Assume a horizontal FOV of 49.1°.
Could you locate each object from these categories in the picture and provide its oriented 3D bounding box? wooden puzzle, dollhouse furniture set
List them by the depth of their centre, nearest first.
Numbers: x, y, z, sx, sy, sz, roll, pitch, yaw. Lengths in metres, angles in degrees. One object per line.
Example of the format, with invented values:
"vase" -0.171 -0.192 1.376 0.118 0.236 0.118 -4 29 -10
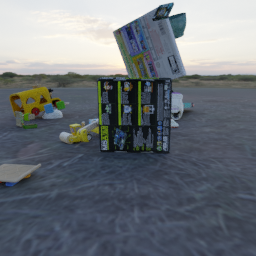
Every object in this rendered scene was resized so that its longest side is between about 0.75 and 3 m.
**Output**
"wooden puzzle" -2.274 0.909 5.403 0.932 0.216 0.863 -3 9 10
"dollhouse furniture set" -4.002 -0.338 10.971 0.934 0.612 0.469 11 16 44

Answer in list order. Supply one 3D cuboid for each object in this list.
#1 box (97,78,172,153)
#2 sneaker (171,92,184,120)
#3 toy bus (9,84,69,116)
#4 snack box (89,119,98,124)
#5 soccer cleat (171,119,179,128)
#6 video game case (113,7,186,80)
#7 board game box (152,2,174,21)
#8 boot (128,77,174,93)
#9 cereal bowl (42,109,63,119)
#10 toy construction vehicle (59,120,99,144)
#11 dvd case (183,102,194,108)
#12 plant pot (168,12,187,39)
"box" 0.172 -0.318 7.223 1.875 1.941 0.461 1 15 7
"sneaker" 2.169 -0.833 13.205 0.853 1.135 2.279 1 -13 13
"toy bus" -4.300 -1.401 13.509 2.457 1.345 2.604 -14 13 -2
"snack box" -0.980 -0.259 11.658 1.125 0.209 0.653 -6 12 -30
"soccer cleat" 1.754 -0.202 11.097 0.270 0.302 0.780 -3 11 -18
"video game case" 0.859 -3.251 11.980 2.648 2.909 0.321 -14 11 38
"board game box" 1.277 -4.197 10.093 0.588 0.122 0.869 3 54 32
"boot" 0.852 -1.745 15.769 2.957 1.094 2.423 18 -26 -7
"cereal bowl" -3.654 -0.697 13.518 0.973 0.405 0.973 1 10 0
"toy construction vehicle" -0.810 0.013 8.575 2.237 0.788 1.947 -7 13 -34
"dvd case" 2.571 -1.229 15.592 2.071 0.312 2.837 -2 5 16
"plant pot" 2.064 -4.583 12.807 1.393 0.934 1.393 -16 25 8
